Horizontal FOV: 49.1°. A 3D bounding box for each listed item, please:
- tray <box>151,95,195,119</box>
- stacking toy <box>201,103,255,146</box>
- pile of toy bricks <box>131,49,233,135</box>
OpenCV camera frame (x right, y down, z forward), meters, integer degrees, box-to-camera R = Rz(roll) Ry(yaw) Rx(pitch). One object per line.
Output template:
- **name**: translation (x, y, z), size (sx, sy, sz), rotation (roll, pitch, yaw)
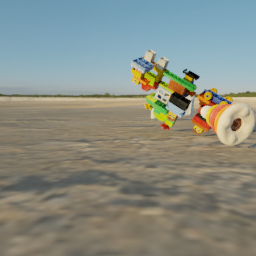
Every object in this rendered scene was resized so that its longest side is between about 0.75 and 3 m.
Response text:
- **tray**: translation (1.986, -0.895, 12.248), size (1.941, 1.042, 0.215), rotation (-3, 23, -9)
- **stacking toy**: translation (1.600, -0.184, 4.815), size (0.713, 0.713, 0.976), rotation (-2, 20, -19)
- **pile of toy bricks**: translation (1.120, -0.642, 7.330), size (2.972, 1.467, 1.649), rotation (36, 42, 20)
